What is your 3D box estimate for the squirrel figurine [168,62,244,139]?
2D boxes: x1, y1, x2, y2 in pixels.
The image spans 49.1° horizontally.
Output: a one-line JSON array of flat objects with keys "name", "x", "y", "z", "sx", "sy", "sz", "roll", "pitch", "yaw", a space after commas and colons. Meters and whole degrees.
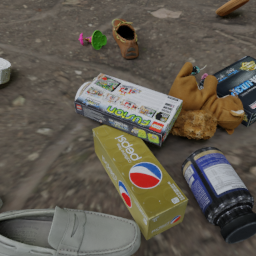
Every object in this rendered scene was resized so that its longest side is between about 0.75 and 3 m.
[{"name": "squirrel figurine", "x": 2.068, "y": -0.409, "z": 7.837, "sx": 2.108, "sy": 1.599, "sz": 2.259, "roll": 28, "pitch": 58, "yaw": 13}]

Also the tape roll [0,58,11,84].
[{"name": "tape roll", "x": -4.890, "y": -2.040, "z": 9.621, "sx": 1.602, "sy": 0.560, "sz": 1.602, "roll": 14, "pitch": 24, "yaw": -6}]

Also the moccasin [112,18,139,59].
[{"name": "moccasin", "x": -0.150, "y": -3.956, "z": 11.680, "sx": 1.000, "sy": 1.056, "sz": 2.735, "roll": -3, "pitch": 44, "yaw": -3}]

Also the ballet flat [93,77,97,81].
[{"name": "ballet flat", "x": -1.098, "y": -1.370, "z": 9.350, "sx": 0.572, "sy": 0.572, "sz": 1.619, "roll": 18, "pitch": 46, "yaw": 18}]

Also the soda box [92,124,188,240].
[{"name": "soda box", "x": 0.140, "y": 1.025, "z": 6.552, "sx": 0.956, "sy": 0.904, "sz": 2.823, "roll": -20, "pitch": 46, "yaw": -19}]

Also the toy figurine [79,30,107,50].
[{"name": "toy figurine", "x": -1.574, "y": -3.760, "z": 11.857, "sx": 0.958, "sy": 0.782, "sz": 1.041, "roll": 15, "pitch": 23, "yaw": 28}]

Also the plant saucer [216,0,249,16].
[{"name": "plant saucer", "x": 5.205, "y": -6.020, "z": 13.731, "sx": 1.786, "sy": 0.334, "sz": 1.786, "roll": -26, "pitch": 5, "yaw": 2}]

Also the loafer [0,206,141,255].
[{"name": "loafer", "x": -1.236, "y": 2.050, "z": 5.372, "sx": 2.985, "sy": 1.042, "sz": 1.044, "roll": -2, "pitch": 44, "yaw": -2}]

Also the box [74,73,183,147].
[{"name": "box", "x": 0.003, "y": -0.548, "z": 7.117, "sx": 2.414, "sy": 0.419, "sz": 1.328, "roll": 22, "pitch": 53, "yaw": 19}]

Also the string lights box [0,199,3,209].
[{"name": "string lights box", "x": -3.545, "y": 1.763, "z": 6.160, "sx": 1.280, "sy": 0.377, "sz": 0.658, "roll": 6, "pitch": 44, "yaw": 6}]

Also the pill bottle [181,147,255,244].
[{"name": "pill bottle", "x": 1.990, "y": 1.407, "z": 6.049, "sx": 1.057, "sy": 1.057, "sz": 1.890, "roll": -11, "pitch": 46, "yaw": -11}]

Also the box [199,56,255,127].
[{"name": "box", "x": 3.896, "y": -1.306, "z": 9.151, "sx": 2.542, "sy": 0.585, "sz": 2.021, "roll": -29, "pitch": 52, "yaw": -24}]

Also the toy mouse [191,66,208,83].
[{"name": "toy mouse", "x": 2.460, "y": -1.791, "z": 9.842, "sx": 1.226, "sy": 0.237, "sz": 1.090, "roll": 31, "pitch": 69, "yaw": 7}]

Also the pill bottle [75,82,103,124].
[{"name": "pill bottle", "x": -0.545, "y": -0.607, "z": 8.165, "sx": 1.822, "sy": 1.054, "sz": 1.054, "roll": 22, "pitch": 48, "yaw": 22}]
